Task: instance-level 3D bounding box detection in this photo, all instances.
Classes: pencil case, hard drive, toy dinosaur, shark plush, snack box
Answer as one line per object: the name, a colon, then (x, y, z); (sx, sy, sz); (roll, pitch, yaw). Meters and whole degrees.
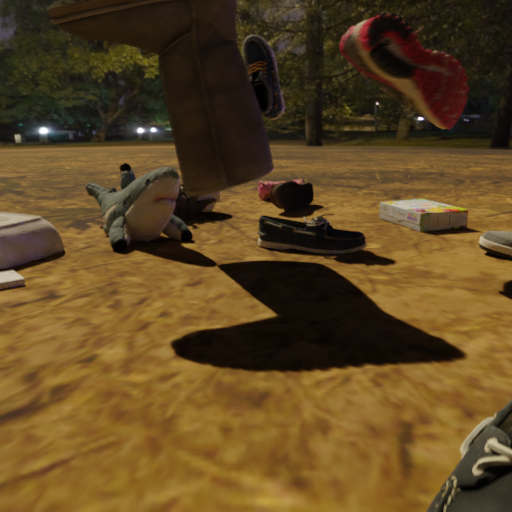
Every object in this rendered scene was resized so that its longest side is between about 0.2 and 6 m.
pencil case: (0.802, -2.105, 17.858); (1.544, 0.668, 0.639); (-4, 53, -16)
hard drive: (-4.210, 0.423, 8.747); (0.977, 0.130, 0.644); (-10, 17, -37)
toy dinosaur: (-1.892, -1.317, 14.264); (0.760, 1.010, 1.975); (19, 14, 37)
shark plush: (-2.676, -1.293, 12.482); (1.781, 1.632, 3.919); (-7, 15, -25)
snack box: (4.070, -1.026, 13.783); (1.310, 0.488, 1.843); (-5, 15, -18)

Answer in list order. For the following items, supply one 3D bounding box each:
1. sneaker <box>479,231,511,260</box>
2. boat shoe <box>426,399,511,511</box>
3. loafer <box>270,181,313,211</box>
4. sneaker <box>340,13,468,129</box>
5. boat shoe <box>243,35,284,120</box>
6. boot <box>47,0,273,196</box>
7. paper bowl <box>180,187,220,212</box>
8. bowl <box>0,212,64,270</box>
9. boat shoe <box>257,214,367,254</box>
sneaker: (5.401, -0.637, 10.132); (2.489, 1.503, 1.041); (8, 16, 30)
boat shoe: (1.729, 1.380, 3.536); (0.993, 0.792, 2.626); (11, 18, 38)
loafer: (0.907, -1.689, 16.070); (0.823, 0.846, 2.318); (-1, 4, 27)
sneaker: (2.911, -3.497, 10.678); (2.967, 1.196, 1.108); (31, -5, -28)
boat shoe: (0.089, -3.965, 12.211); (0.690, 1.951, 0.886); (-19, -1, 21)
boot: (-1.464, -2.811, 9.775); (3.346, 3.680, 1.335); (-10, 36, -6)
paper bowl: (-1.622, -1.526, 15.204); (1.300, 0.676, 1.300); (0, 4, 0)
bowl: (-4.930, -0.343, 10.615); (1.979, 0.738, 1.976); (8, 17, 24)
boat shoe: (1.099, -0.476, 11.194); (2.200, 0.680, 0.824); (5, 15, 20)
